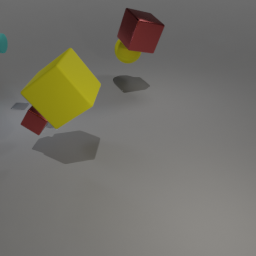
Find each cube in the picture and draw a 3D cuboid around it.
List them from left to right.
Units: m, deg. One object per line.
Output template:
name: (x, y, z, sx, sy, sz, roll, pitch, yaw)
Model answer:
cube: (-2.990, -0.331, 9.291, 0.700, 0.700, 0.700, 33, 30, -11)
cube: (-1.814, -1.115, 7.876, 1.400, 1.400, 1.400, -29, 26, 22)
cube: (0.549, -4.411, 12.763, 1.400, 1.400, 1.400, -2, 42, -31)

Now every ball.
ball: (0.003, -4.040, 14.431, 1.400, 1.400, 1.400, 0, 32, 0)

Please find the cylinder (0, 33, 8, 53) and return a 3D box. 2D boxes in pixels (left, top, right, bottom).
cylinder: (-4.894, -3.117, 10.243, 0.700, 0.700, 0.700, 5, 32, 1)
